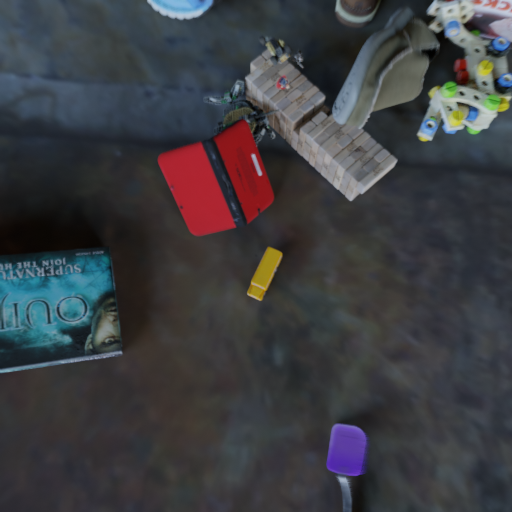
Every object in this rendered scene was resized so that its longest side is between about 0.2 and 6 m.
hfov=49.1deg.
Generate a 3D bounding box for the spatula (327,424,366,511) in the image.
[{"bbox_3d":[1.264,3.495,7.911,0.596,0.217,2.108,-7,76,41],"label":"spatula"}]

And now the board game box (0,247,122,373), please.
[{"bbox_3d":[-3.370,0.812,8.290,2.544,0.358,1.721,-6,75,-20],"label":"board game box"}]

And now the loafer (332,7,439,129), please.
[{"bbox_3d":[2.223,-2.992,8.984,1.083,1.169,3.109,33,55,4],"label":"loafer"}]

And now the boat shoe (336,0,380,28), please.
[{"bbox_3d":[2.140,-5.600,10.162,1.038,1.040,2.811,9,74,3],"label":"boat shoe"}]

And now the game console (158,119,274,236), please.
[{"bbox_3d":[-0.592,-1.227,8.915,0.892,1.502,1.295,8,41,43],"label":"game console"}]

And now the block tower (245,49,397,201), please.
[{"bbox_3d":[0.963,-2.145,9.314,0.769,0.823,2.848,-41,76,-11],"label":"block tower"}]

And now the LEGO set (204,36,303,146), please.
[{"bbox_3d":[-0.026,-2.395,9.270,2.343,0.664,1.522,-42,65,15],"label":"LEGO set"}]

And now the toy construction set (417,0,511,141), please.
[{"bbox_3d":[3.510,-3.110,9.499,1.573,1.105,2.399,1,85,1],"label":"toy construction set"}]

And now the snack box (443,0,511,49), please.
[{"bbox_3d":[5.158,-3.965,9.574,3.526,1.268,0.429,15,74,4],"label":"snack box"}]

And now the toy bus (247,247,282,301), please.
[{"bbox_3d":[0.133,0.287,8.848,0.261,0.314,0.803,24,75,7],"label":"toy bus"}]

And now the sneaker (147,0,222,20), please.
[{"bbox_3d":[-1.829,-5.480,9.925,3.171,1.426,1.243,40,78,11],"label":"sneaker"}]
